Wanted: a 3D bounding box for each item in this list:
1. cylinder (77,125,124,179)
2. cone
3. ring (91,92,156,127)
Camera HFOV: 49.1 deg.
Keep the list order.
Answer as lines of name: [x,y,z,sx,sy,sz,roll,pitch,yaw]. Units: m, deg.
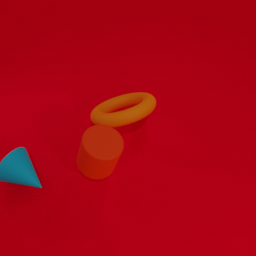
cylinder: [-0.705,0.602,6.912,1.005,1.005,1.005,10,51,-12]
cone: [-2.600,1.208,7.134,1.049,1.045,1.045,35,54,9]
ring: [-0.148,-0.568,8.352,2.006,0.401,2.006,-14,21,6]
